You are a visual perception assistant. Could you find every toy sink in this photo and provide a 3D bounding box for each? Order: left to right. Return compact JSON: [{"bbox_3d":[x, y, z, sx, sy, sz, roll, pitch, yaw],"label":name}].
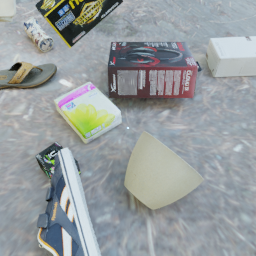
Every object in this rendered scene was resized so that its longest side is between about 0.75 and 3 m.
[{"bbox_3d":[-2.685,-2.521,5.303,1.390,0.906,0.779,0,14,4],"label":"toy sink"}]

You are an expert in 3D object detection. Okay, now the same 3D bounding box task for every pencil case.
[{"bbox_3d":[-3.460,-3.600,10.835,0.636,0.731,1.634,-27,56,-22],"label":"pencil case"}]

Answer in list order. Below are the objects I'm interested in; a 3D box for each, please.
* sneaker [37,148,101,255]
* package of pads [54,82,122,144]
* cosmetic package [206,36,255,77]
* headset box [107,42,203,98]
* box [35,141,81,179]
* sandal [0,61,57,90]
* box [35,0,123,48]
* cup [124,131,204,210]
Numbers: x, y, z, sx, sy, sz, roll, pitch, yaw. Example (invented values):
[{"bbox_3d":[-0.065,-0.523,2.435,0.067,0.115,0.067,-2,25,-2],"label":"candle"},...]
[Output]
[{"bbox_3d":[-1.378,1.808,5.880,1.124,1.110,2.831,-16,66,-7],"label":"sneaker"},{"bbox_3d":[-1.167,-0.506,8.370,1.355,0.598,1.755,-31,58,-22],"label":"package of pads"},{"bbox_3d":[4.130,-2.531,9.851,2.441,0.904,1.241,-3,50,-4],"label":"cosmetic package"},{"bbox_3d":[0.850,-1.905,8.926,2.885,1.082,2.145,0,36,1],"label":"headset box"},{"bbox_3d":[-1.779,0.951,7.176,0.936,0.582,0.695,37,59,27],"label":"box"},{"bbox_3d":[-3.694,-1.872,9.428,2.526,0.689,1.032,-4,51,-4],"label":"sandal"},{"bbox_3d":[-0.926,-2.564,5.774,1.628,1.300,0.402,-41,74,1],"label":"box"},{"bbox_3d":[0.653,1.113,6.499,1.768,1.768,1.265,38,86,27],"label":"cup"}]
